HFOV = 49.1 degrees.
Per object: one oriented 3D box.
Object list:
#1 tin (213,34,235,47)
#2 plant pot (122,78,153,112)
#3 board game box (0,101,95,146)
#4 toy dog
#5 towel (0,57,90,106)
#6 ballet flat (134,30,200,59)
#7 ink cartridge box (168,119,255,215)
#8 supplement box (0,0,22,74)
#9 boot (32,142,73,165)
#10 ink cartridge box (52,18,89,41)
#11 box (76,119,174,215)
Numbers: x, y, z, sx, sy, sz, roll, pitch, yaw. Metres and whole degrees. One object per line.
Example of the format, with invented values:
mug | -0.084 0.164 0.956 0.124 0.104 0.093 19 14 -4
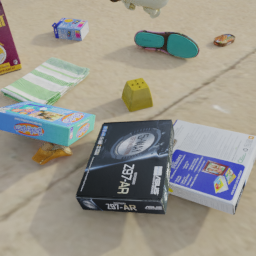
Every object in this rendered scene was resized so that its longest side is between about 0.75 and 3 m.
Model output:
tin | 4.395 -4.002 12.768 1.120 0.235 0.627 -26 46 -24
plant pot | 0.313 -1.189 9.529 0.881 0.777 0.881 -15 46 -14
board game box | -2.397 -0.209 8.157 2.390 0.538 1.818 12 16 13
toy dog | 0.162 -2.847 5.845 1.289 0.899 1.250 9 29 -17
towel | -3.001 -1.741 10.410 2.102 0.322 2.756 22 49 22
ballet flat | 1.700 -3.681 12.034 2.876 0.994 1.024 15 27 15
ink cartridge box | 1.963 0.870 7.501 2.447 0.575 2.418 12 46 34
supplement box | -5.274 -3.399 10.381 1.774 2.710 1.399 -23 49 -21
boot | -2.108 0.757 7.808 0.733 1.024 0.360 -45 52 12
ink cartridge box | -2.766 -4.652 13.161 1.576 0.602 1.076 8 45 11
box | 0.052 0.889 7.264 2.095 0.569 2.616 -2 43 18
